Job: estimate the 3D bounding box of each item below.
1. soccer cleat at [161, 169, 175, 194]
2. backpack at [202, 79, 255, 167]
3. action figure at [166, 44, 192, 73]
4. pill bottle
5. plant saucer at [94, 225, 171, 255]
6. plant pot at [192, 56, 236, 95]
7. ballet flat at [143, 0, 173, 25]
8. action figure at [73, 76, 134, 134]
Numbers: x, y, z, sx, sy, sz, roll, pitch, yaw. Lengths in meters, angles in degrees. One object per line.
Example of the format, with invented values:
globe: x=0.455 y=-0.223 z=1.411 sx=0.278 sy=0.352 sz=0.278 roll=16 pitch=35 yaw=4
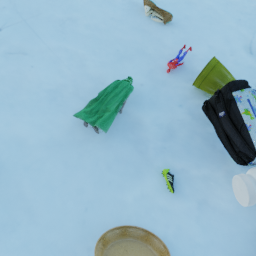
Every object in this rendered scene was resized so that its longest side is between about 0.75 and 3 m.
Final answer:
soccer cleat: x=1.478 y=1.822 z=9.746 sx=0.374 sy=0.312 sz=0.924 roll=-11 pitch=58 yaw=-14
backpack: x=4.047 y=-0.032 z=9.817 sx=2.085 sy=2.213 sz=2.712 roll=-4 pitch=68 yaw=-16
action figure: x=2.236 y=-3.044 z=12.553 sx=0.541 sy=0.428 sz=1.655 roll=33 pitch=70 yaw=24
pill bottle: x=4.684 y=1.829 z=9.167 sx=2.198 sy=1.279 sz=1.279 roll=-11 pitch=60 yaw=-6
plant saucer: x=0.122 y=3.747 z=8.045 sx=2.233 sy=0.395 sz=2.233 roll=8 pitch=24 yaw=-4
plant pot: x=3.626 y=-1.914 z=11.405 sx=1.404 sy=1.458 sz=1.458 roll=39 pitch=66 yaw=9
ballet flat: x=1.338 y=-5.821 z=14.130 sx=2.003 sy=0.679 sz=0.724 roll=41 pitch=86 yaw=17
action figure: x=-0.639 y=-1.065 z=11.113 sx=1.672 sy=0.774 sz=2.830 roll=29 pitch=66 yaw=22
